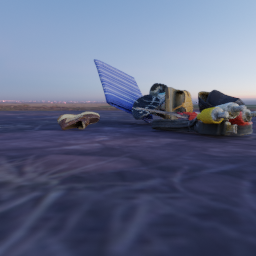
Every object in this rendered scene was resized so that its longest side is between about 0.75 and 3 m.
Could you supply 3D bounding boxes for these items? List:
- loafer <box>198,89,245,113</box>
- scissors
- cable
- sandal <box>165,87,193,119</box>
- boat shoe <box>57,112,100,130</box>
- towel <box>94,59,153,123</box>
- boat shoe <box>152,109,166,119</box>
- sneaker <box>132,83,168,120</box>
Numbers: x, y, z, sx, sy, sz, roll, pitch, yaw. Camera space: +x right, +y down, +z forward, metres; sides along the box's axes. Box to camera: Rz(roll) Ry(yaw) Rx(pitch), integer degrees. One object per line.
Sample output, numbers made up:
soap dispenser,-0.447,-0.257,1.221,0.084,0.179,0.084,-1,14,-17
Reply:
loafer,2.934,-0.852,9.309,0.856,0.851,2.353,-29,9,-11
scissors,1.313,-0.302,6.772,2.787,0.194,1.019,9,18,-20
cable,1.623,-0.197,6.196,1.277,0.662,2.630,1,3,-28
sandal,1.823,-0.772,9.276,0.780,1.160,2.888,-5,1,26
boat shoe,-1.229,-0.132,7.320,1.192,0.429,0.430,-4,-38,-39
towel,-0.243,-1.489,10.929,2.137,0.352,2.951,21,32,-33
boat shoe,1.373,-0.580,11.019,1.039,0.313,0.370,18,35,-7
sneaker,0.857,-0.757,9.939,0.794,0.884,2.047,23,45,26
